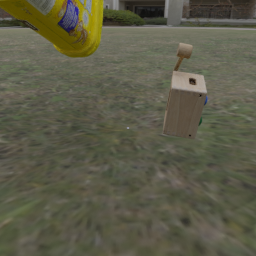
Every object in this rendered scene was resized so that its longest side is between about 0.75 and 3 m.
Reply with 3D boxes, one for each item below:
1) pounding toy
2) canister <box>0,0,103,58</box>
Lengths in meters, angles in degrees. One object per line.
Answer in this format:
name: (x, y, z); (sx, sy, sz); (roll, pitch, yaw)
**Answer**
pounding toy: (0.814, -0.560, 3.745); (0.489, 1.069, 0.939); (10, 30, 5)
canister: (-1.657, -3.049, 6.154); (1.260, 2.162, 2.911); (2, -4, 16)
